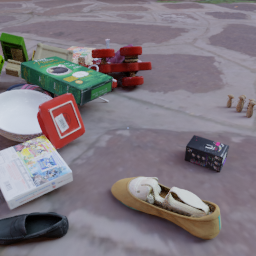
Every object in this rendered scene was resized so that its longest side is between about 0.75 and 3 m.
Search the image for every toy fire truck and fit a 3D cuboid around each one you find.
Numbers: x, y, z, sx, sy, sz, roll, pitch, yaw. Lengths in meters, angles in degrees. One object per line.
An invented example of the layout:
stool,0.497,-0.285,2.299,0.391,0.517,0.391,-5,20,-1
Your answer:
toy fire truck,-0.492,-2.441,11.221,2.597,1.456,2.181,-8,15,-13

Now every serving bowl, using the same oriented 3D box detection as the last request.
serving bowl,-2.976,-0.276,8.198,2.038,0.670,2.038,11,40,-10

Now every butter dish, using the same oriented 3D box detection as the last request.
butter dish,-1.931,-0.173,7.483,0.907,1.228,1.224,-7,18,37

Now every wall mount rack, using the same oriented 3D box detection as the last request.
wall mount rack,-1.181,-1.522,10.094,1.244,0.534,1.431,14,77,24

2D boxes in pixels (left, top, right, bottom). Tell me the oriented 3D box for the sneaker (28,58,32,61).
sneaker,-4.148,-2.852,12.539,0.854,0.492,1.637,17,42,24

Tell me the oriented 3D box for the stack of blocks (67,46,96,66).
stack of blocks,-2.405,-3.001,12.574,1.262,0.642,2.191,10,35,15

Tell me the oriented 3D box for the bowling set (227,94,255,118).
bowling set,3.932,-0.877,9.390,0.755,0.582,1.084,-23,40,-30

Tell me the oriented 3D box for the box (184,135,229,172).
box,1.998,0.637,7.145,0.948,0.503,0.580,18,37,26

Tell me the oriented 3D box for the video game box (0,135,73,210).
video game box,-2.239,0.910,6.349,1.422,0.365,1.561,-24,45,-27

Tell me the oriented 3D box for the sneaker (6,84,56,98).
sneaker,-3.474,-1.171,9.815,1.736,0.609,0.712,-1,30,1

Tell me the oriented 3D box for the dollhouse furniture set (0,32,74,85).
dollhouse furniture set,-3.741,-2.319,11.257,2.936,1.474,1.924,11,67,-10

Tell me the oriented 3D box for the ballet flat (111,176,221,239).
ballet flat,0.730,1.401,5.741,2.426,0.765,0.833,17,38,25

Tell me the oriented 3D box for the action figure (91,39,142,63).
action figure,-0.640,-3.011,12.567,2.179,1.460,1.623,-22,81,-11

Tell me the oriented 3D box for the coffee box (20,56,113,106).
coffee box,-2.033,-1.659,9.304,2.692,0.592,1.655,24,33,23

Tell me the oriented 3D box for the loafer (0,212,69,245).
loafer,-1.914,1.821,5.235,1.578,0.554,0.536,-3,47,-5
